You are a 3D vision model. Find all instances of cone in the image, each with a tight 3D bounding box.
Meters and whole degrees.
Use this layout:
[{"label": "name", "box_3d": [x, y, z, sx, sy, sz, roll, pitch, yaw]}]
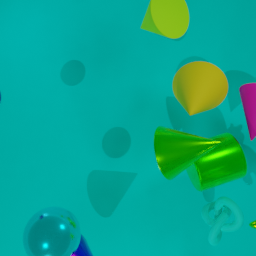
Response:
[{"label": "cone", "box_3d": [-0.906, 2.629, 5.245, 1.379, 1.384, 1.379, 13, 70, -40]}, {"label": "cone", "box_3d": [2.911, -0.245, 6.261, 1.133, 1.133, 1.137, 20, 82, 3]}, {"label": "cone", "box_3d": [1.444, -0.601, 6.022, 1.263, 1.263, 1.268, 27, 40, 4]}, {"label": "cone", "box_3d": [1.227, 0.378, 5.383, 1.106, 1.101, 1.101, -14, 80, 27]}, {"label": "cone", "box_3d": [0.575, -2.301, 6.008, 1.030, 1.034, 1.030, 0, 89, -33]}]

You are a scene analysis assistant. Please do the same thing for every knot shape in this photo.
[{"label": "knot shape", "box_3d": [2.213, 2.071, 6.537, 0.551, 1.116, 1.192, 24, 45, -7]}]

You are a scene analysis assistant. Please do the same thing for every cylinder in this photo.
[{"label": "cylinder", "box_3d": [1.908, 0.756, 6.307, 1.072, 1.072, 1.072, -17, 81, -3]}]

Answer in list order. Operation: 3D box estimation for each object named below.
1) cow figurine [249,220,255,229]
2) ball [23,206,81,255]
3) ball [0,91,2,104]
[{"label": "cow figurine", "box_3d": [2.702, 1.904, 4.724, 0.855, 1.558, 1.533, -30, 77, 14]}, {"label": "ball", "box_3d": [-1.194, 1.698, 4.428, 0.885, 0.885, 0.885, 0, 81, 0]}, {"label": "ball", "box_3d": [-2.609, -0.535, 4.810, 0.796, 0.796, 0.796, 0, 81, 0]}]
